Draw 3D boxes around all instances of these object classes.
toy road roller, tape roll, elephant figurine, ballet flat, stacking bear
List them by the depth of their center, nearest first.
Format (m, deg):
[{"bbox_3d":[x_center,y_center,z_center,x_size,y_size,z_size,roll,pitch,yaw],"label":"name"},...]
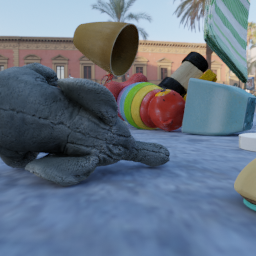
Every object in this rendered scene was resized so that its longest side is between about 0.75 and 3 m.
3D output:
[{"bbox_3d":[1.631,0.099,1.725,2.122,0.669,0.728,-1,5,-12],"label":"ballet flat"},{"bbox_3d":[-0.425,-0.008,2.284,1.438,1.017,1.115,17,38,18],"label":"elephant figurine"},{"bbox_3d":[2.066,0.199,3.828,1.042,0.190,1.042,-1,4,0],"label":"tape roll"},{"bbox_3d":[0.600,-0.599,7.570,1.507,1.411,2.482,-22,23,-24],"label":"stacking bear"},{"bbox_3d":[2.171,-0.942,9.573,2.082,1.752,2.852,42,-14,10],"label":"toy road roller"}]

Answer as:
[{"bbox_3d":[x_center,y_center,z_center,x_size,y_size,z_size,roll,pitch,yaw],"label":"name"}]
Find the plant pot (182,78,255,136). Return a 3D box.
[{"bbox_3d":[2.041,-0.401,6.054,1.213,1.187,1.191,12,10,37],"label":"plant pot"}]

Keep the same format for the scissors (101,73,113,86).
[{"bbox_3d":[-0.724,-2.571,12.780,0.573,1.567,0.109,29,12,4],"label":"scissors"}]

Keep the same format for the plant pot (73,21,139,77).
[{"bbox_3d":[-1.008,-3.384,11.159,2.227,2.076,2.076,25,13,21],"label":"plant pot"}]

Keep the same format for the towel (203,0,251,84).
[{"bbox_3d":[2.731,-2.918,7.488,0.332,2.839,2.166,-14,-34,44],"label":"towel"}]
